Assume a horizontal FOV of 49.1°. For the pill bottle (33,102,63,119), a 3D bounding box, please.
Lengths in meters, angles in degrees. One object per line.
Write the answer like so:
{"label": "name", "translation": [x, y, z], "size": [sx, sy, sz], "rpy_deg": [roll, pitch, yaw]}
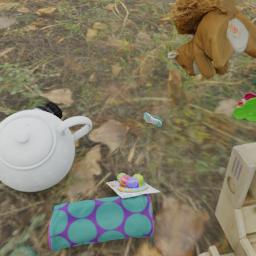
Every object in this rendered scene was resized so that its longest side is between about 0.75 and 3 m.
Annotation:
{"label": "pill bottle", "translation": [-3.107, -0.169, 9.676], "size": [0.950, 0.950, 1.698], "rpy_deg": [24, 47, 24]}

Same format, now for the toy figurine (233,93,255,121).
{"label": "toy figurine", "translation": [4.604, -0.892, 10.761], "size": [1.247, 0.936, 1.148], "rpy_deg": [-16, 24, 19]}

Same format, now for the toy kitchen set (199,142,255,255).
{"label": "toy kitchen set", "translation": [2.549, 2.287, 5.743], "size": [2.384, 2.636, 2.922], "rpy_deg": [-9, 39, -8]}

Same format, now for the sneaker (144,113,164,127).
{"label": "sneaker", "translation": [0.966, -0.331, 10.389], "size": [0.850, 0.330, 0.388], "rpy_deg": [34, 37, 27]}

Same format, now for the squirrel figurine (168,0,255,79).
{"label": "squirrel figurine", "translation": [2.456, -2.975, 9.140], "size": [1.979, 2.797, 2.611], "rpy_deg": [-25, 9, -22]}

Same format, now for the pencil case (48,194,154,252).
{"label": "pencil case", "translation": [-0.614, 2.278, 6.856], "size": [2.504, 1.157, 1.066], "rpy_deg": [-5, 51, -6]}

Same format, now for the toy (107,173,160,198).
{"label": "toy", "translation": [0.060, 1.449, 7.575], "size": [0.993, 0.407, 1.725], "rpy_deg": [-6, 0, -17]}

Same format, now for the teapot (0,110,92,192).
{"label": "teapot", "translation": [-2.648, 0.483, 7.745], "size": [2.537, 1.877, 2.570], "rpy_deg": [24, 68, 2]}

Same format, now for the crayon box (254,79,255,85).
{"label": "crayon box", "translation": [6.969, -2.674, 12.471], "size": [1.706, 0.837, 2.873], "rpy_deg": [25, 48, 24]}
